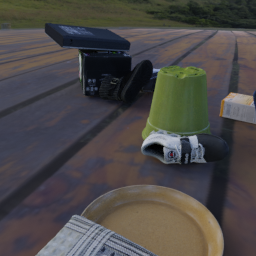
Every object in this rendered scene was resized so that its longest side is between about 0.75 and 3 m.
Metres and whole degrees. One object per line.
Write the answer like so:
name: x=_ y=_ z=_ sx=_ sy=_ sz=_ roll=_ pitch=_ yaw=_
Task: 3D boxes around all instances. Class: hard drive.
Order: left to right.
hard drive: x=-1.597 y=-3.628 z=11.222 sx=2.878 sy=0.473 sz=2.008 roll=-7 pitch=34 yaw=-33

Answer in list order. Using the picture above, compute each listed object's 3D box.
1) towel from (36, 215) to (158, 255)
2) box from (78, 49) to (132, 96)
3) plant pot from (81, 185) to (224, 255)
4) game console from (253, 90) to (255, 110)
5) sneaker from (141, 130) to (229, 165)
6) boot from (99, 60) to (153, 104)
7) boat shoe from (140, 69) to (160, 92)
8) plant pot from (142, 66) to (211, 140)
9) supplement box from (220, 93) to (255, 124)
towel: x=-0.501 y=2.126 z=2.490 sx=2.642 sy=0.474 sz=2.744 roll=17 pitch=38 yaw=33
box: x=-1.059 y=-2.469 z=11.797 sx=1.907 sy=1.596 sz=2.568 roll=-3 pitch=25 yaw=-14
plant pot: x=0.303 y=1.620 z=4.265 sx=2.173 sy=0.299 sz=2.173 roll=1 pitch=24 yaw=0
game console: x=4.491 y=0.015 z=6.354 sx=2.599 sy=1.538 sz=2.218 roll=-8 pitch=24 yaw=-15
sneaker: x=1.203 y=0.538 z=6.261 sx=1.944 sy=0.720 sz=0.860 roll=3 pitch=22 yaw=29
boot: x=-0.103 y=-1.753 z=10.160 sx=1.442 sy=0.726 sz=1.928 roll=18 pitch=64 yaw=45
boat shoe: x=1.305 y=-1.862 z=11.530 sx=0.863 sy=0.911 sz=2.607 roll=35 pitch=31 yaw=23
plant pot: x=1.349 y=-0.615 z=7.386 sx=1.947 sy=1.849 sz=1.947 roll=0 pitch=25 yaw=0
supplement box: x=3.891 y=-0.614 z=8.904 sx=1.611 sy=0.592 sz=1.015 roll=16 pitch=29 yaw=30
